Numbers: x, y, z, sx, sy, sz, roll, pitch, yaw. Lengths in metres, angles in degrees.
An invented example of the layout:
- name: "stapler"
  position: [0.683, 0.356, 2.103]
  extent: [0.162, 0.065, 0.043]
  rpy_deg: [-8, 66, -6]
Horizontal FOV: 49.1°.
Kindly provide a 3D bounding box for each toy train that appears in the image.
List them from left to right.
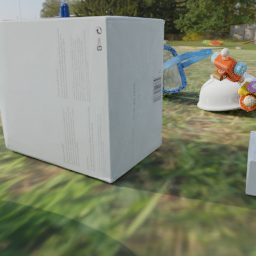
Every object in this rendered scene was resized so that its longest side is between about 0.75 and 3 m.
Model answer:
- name: "toy train"
  position: [3.315, -0.862, 7.253]
  extent: [2.833, 0.788, 2.128]
  rpy_deg: [44, 7, 39]

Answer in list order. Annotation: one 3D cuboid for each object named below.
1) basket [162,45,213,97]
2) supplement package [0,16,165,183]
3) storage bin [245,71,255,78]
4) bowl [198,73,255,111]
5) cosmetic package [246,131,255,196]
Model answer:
- name: "basket"
  position: [1.657, -2.346, 10.973]
  extent: [2.826, 1.966, 2.492]
  rpy_deg: [-25, -2, 44]
- name: "supplement package"
  position: [-0.946, -0.807, 5.770]
  extent: [2.803, 2.680, 2.061]
  rpy_deg: [11, 22, 30]
- name: "storage bin"
  position: [5.589, -1.487, 10.374]
  extent: [2.176, 1.027, 2.192]
  rpy_deg: [-1, 19, -5]
- name: "bowl"
  position: [3.377, -1.375, 9.410]
  extent: [2.198, 0.988, 2.198]
  rpy_deg: [-13, 16, 4]
- name: "cosmetic package"
  position: [2.511, 0.590, 4.865]
  extent: [0.805, 0.634, 1.496]
  rpy_deg: [7, 19, 24]
